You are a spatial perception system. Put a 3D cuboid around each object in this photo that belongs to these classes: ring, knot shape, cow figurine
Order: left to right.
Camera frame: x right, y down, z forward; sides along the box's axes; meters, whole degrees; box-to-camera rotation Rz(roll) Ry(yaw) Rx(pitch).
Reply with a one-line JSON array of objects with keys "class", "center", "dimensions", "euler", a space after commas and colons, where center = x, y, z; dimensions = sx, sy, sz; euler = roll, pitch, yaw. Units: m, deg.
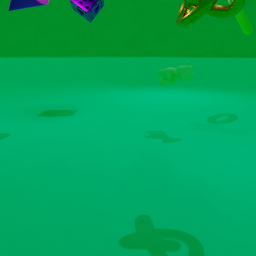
[{"class": "cow figurine", "center": [1.339, -1.503, 7.873], "dimensions": [1.009, 0.563, 1.025], "euler": [-14, 10, 7]}, {"class": "knot shape", "center": [1.055, -1.893, 4.017], "dimensions": [0.520, 1.054, 1.126], "euler": [-7, 57, -47]}, {"class": "ring", "center": [4.086, -4.137, 10.193], "dimensions": [0.316, 1.580, 1.580], "euler": [-26, 2, 29]}]

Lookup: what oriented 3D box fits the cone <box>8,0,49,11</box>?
[{"class": "cone", "center": [-3.155, -3.790, 8.238], "dimensions": [1.132, 1.128, 1.128], "euler": [-29, 4, 23]}]

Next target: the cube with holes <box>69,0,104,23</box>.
[{"class": "cube with holes", "center": [-1.614, -4.993, 11.087], "dimensions": [0.940, 0.940, 0.940], "euler": [37, -2, 0]}]
